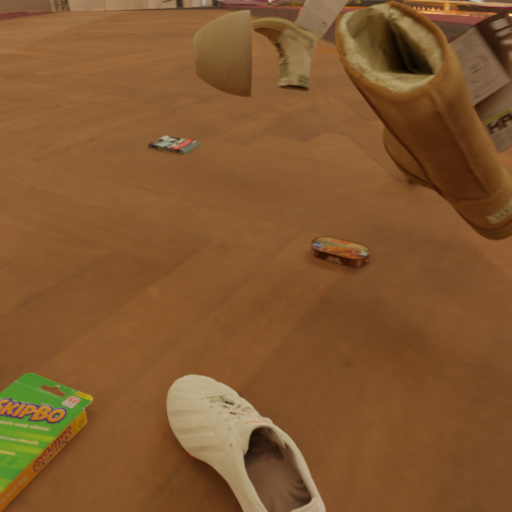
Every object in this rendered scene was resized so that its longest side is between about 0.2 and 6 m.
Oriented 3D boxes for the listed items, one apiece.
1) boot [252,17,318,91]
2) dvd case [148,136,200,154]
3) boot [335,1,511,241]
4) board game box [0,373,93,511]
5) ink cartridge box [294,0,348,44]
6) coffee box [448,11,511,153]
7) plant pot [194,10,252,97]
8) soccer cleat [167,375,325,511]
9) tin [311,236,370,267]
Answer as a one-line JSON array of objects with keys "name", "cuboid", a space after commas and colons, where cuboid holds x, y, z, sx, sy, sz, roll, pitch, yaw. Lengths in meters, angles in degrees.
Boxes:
[{"name": "boot", "cuboid": [0.524, -3.885, 10.861, 1.503, 1.163, 0.542, 5, 5, -37]}, {"name": "dvd case", "cuboid": [-2.284, -3.096, 15.586, 1.184, 0.130, 0.864, 15, 33, 22]}, {"name": "boot", "cuboid": [2.278, -2.133, 7.999, 3.910, 1.293, 3.424, 32, 16, -45]}, {"name": "board game box", "cuboid": [-2.959, 2.232, 6.194, 1.123, 0.352, 2.351, 14, 35, 21]}, {"name": "ink cartridge box", "cuboid": [1.231, -4.841, 11.230, 0.657, 1.205, 0.304, 30, 37, -15]}, {"name": "coffee box", "cuboid": [3.839, -2.720, 8.744, 1.080, 1.889, 0.753, -35, 5, -41]}, {"name": "plant pot", "cuboid": [-0.715, -4.267, 11.896, 1.174, 1.748, 1.748, -2, 30, -4]}, {"name": "soccer cleat", "cuboid": [-0.136, 1.967, 5.884, 0.970, 1.086, 2.799, -17, 34, -27]}, {"name": "tin", "cuboid": [1.543, -0.087, 10.311, 1.111, 0.233, 0.622, 15, 38, 25]}]
